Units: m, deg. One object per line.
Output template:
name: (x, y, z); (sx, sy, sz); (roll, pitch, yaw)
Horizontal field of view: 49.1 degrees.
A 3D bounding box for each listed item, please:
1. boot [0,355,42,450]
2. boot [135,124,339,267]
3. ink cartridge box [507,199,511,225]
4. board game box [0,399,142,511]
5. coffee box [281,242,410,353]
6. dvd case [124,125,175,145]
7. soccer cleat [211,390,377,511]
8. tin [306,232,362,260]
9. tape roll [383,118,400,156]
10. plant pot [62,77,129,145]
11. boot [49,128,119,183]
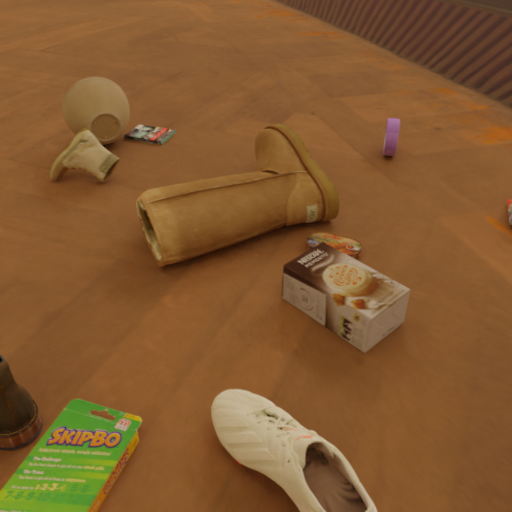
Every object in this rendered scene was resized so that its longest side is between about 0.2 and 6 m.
boot: (-4.191, 1.624, 7.585); (2.700, 1.309, 1.009); (11, 37, 14)
boot: (-0.653, -1.501, 11.950); (3.910, 1.293, 3.424); (-15, 41, -19)
ink cartridge box: (5.776, -0.980, 11.991); (0.657, 0.304, 1.205); (16, 35, 11)
board game box: (-2.393, 2.795, 6.805); (1.123, 0.352, 2.351); (12, 40, 15)
coffee box: (1.456, 0.640, 9.446); (1.080, 0.753, 1.889); (-29, 45, -34)
dvd case: (-2.969, -3.397, 15.658); (1.184, 0.130, 0.864); (12, 37, 15)
soccer cleat: (0.427, 2.371, 6.737); (0.970, 1.086, 2.799); (-24, 42, -30)
tin: (1.533, -0.184, 11.083); (1.111, 0.233, 0.622); (13, 42, 18)
tape roll: (3.487, -3.060, 14.472); (0.310, 0.945, 0.945); (7, 36, 8)
plant pot: (-4.069, -3.595, 14.617); (1.748, 1.748, 1.174); (-14, 43, -19)
boot: (-4.097, -2.110, 13.350); (1.163, 1.503, 0.542); (42, 14, -7)
